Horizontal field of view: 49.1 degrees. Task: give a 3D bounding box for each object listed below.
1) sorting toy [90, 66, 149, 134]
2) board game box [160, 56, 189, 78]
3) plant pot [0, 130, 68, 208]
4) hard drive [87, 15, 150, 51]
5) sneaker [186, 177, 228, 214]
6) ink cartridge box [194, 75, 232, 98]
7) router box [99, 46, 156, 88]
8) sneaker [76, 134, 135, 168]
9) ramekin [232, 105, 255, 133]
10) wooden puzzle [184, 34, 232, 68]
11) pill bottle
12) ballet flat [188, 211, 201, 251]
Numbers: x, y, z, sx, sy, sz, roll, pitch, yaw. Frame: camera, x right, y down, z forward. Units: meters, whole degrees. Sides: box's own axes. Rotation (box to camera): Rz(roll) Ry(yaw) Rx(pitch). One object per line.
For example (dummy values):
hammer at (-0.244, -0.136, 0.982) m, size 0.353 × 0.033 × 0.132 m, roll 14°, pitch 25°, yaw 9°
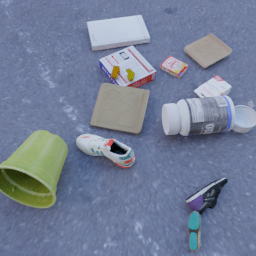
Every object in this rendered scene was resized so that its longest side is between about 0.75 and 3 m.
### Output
sorting toy at (-0.223, -1.218, 11.614) m, size 2.131 × 0.383 × 2.861 m, roll 9°, pitch 69°, yaw 10°
board game box at (2.144, -2.828, 12.963) m, size 1.052 × 0.244 × 0.797 m, roll 33°, pitch 63°, yaw 19°
plant pot at (-3.061, 1.237, 9.433) m, size 2.177 × 2.177 × 2.001 m, roll 12°, pitch 46°, yaw 7°
hard drive at (-0.517, -4.866, 14.205) m, size 2.895 × 0.386 × 1.910 m, roll -11°, pitch 58°, yaw -6°
sneaker at (2.802, 2.328, 9.517) m, size 1.646 × 0.623 × 0.721 m, roll -29°, pitch 74°, yaw -12°
ink cartridge box at (3.565, -1.536, 11.979) m, size 1.476 × 0.498 × 0.860 m, roll -32°, pitch 63°, yaw -20°
router box at (-0.032, -2.682, 12.715) m, size 1.824 × 0.496 × 2.032 m, roll -27°, pitch 61°, yaw -16°
sneaker at (-0.830, 0.624, 10.212) m, size 2.380 × 1.113 × 0.838 m, roll 22°, pitch 60°, yaw 13°
ramekin at (4.513, -0.315, 11.148) m, size 1.085 × 0.570 × 1.085 m, roll 0°, pitch 57°, yaw 0°
wooden puzzle at (3.818, -3.658, 13.446) m, size 1.712 × 0.396 × 1.586 m, roll -32°, pitch 62°, yaw -14°
pill bottle at (2.630, -0.442, 10.725) m, size 2.486 × 1.414 × 1.414 m, roll -6°, pitch 57°, yaw -4°
ballet flat at (2.118, 3.259, 8.870) m, size 0.420 × 0.389 × 1.191 m, roll -1°, pitch 68°, yaw 29°
